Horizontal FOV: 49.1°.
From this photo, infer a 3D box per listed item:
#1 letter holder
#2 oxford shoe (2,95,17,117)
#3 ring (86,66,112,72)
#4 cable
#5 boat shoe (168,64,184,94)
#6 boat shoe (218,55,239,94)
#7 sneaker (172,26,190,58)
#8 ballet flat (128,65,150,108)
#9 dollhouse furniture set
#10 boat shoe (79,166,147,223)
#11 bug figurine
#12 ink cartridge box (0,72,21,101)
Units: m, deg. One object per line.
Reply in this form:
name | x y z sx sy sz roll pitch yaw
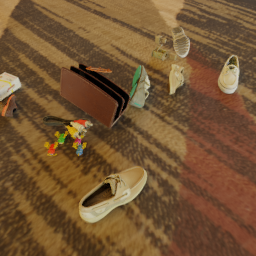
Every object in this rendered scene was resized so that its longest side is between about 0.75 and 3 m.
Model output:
letter holder | -1.276 -1.547 11.095 2.591 1.842 1.303 34 58 8
oxford shoe | -5.041 -0.935 12.173 0.469 0.460 1.292 18 45 -14
ring | -1.020 -2.082 9.918 0.922 0.088 0.922 7 16 -2
cable | -2.319 -0.258 10.830 2.192 0.552 1.064 23 53 24
boat shoe | 2.305 -2.340 13.284 0.714 0.793 2.198 8 40 9
boat shoe | 4.898 -2.684 13.563 0.906 0.822 2.463 10 46 10
sneaker | 2.118 -3.300 11.063 0.612 0.672 1.638 -10 52 13
ballet flat | 0.592 -1.879 12.916 0.838 0.886 2.630 26 45 -12
dollhouse furniture set | 1.920 -4.184 14.887 1.227 1.085 0.682 28 52 26
boat shoe | -0.410 1.935 8.907 2.626 0.853 0.947 -30 52 -27
bug figurine | -2.267 0.610 10.569 1.565 0.403 1.214 1 39 7
ink cartridge box | -5.828 -1.963 13.041 0.935 0.538 1.289 23 49 21
